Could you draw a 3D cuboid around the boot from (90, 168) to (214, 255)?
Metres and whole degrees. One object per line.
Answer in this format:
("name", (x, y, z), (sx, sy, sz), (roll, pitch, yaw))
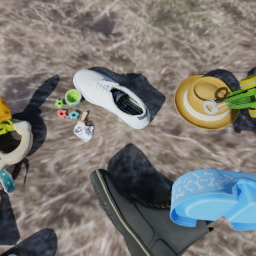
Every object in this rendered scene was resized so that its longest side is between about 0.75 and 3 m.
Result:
("boot", (0.544, 1.928, 7.020), (2.033, 1.138, 2.939), (-31, 86, -16))

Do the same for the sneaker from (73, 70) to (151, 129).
("sneaker", (-0.460, -1.008, 8.066), (2.671, 0.945, 0.975), (32, 73, 11))

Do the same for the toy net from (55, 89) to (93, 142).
("toy net", (-1.562, -0.313, 8.152), (0.844, 0.311, 1.609), (-22, 71, -8))

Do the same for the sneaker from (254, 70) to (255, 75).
("sneaker", (4.866, -1.605, 8.436), (2.029, 0.775, 0.817), (-10, 61, -5))

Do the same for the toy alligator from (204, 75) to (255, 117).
("toy alligator", (2.704, -0.713, 5.983), (0.610, 2.539, 0.842), (-29, 104, -28))

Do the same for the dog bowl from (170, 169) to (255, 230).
("dog bowl", (1.651, 1.178, 4.588), (2.069, 1.153, 0.513), (9, 47, -15))

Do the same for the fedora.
("fedora", (2.357, -0.898, 8.109), (1.969, 0.803, 1.969), (0, 70, -1))

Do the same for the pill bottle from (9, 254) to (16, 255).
("pill bottle", (-3.125, 3.669, 6.382), (1.487, 0.860, 0.860), (-30, 73, -11))

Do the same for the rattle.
("rattle", (-3.318, 0.503, 7.165), (1.422, 1.561, 2.185), (18, 58, -10))
